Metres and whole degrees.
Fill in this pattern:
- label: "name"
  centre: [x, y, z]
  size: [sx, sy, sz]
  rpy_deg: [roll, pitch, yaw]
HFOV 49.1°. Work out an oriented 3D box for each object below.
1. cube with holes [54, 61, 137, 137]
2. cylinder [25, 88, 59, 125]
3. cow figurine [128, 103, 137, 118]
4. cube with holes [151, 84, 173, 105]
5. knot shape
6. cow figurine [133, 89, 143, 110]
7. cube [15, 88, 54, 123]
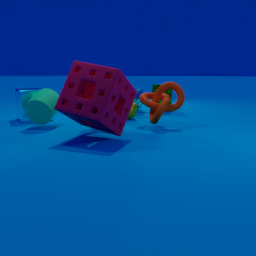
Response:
- label: "cube with holes"
  centre: [-0.772, -0.728, 7.214]
  size: [1.324, 1.324, 1.324]
  rpy_deg: [16, -10, 24]
- label: "cylinder"
  centre: [-2.657, -0.685, 8.829]
  size: [0.866, 0.866, 0.866]
  rpy_deg: [2, 32, 9]
- label: "cow figurine"
  centre: [-0.171, -0.757, 10.803]
  size: [0.708, 1.269, 1.290]
  rpy_deg: [-31, 63, -20]
- label: "cube with holes"
  centre: [1.498, -1.322, 12.265]
  size: [0.843, 0.843, 0.843]
  rpy_deg: [2, -29, 11]
- label: "knot shape"
  centre: [0.997, -0.737, 8.797]
  size: [1.443, 1.350, 0.667]
  rpy_deg: [-4, -37, 34]
- label: "cow figurine"
  centre: [0.359, -1.158, 12.149]
  size: [0.747, 1.361, 1.339]
  rpy_deg: [43, 45, 2]
- label: "cube"
  centre: [-3.422, -0.860, 10.216]
  size: [1.128, 1.128, 1.128]
  rpy_deg: [-6, 13, -27]
